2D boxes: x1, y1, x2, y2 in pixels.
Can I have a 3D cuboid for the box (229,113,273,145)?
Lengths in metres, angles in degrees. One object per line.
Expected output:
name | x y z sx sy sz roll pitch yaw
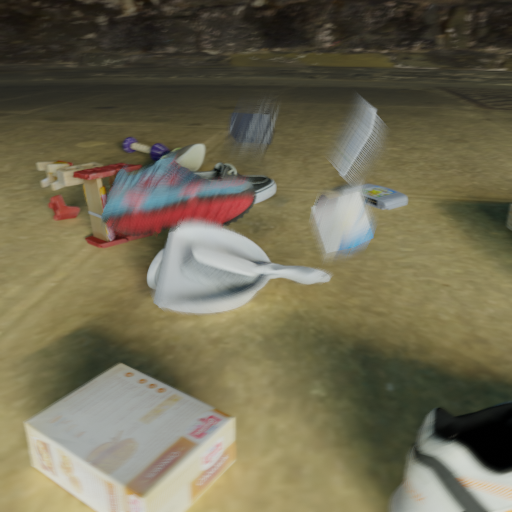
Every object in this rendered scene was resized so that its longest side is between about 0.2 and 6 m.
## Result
box | -0.070 -2.044 9.024 0.615 0.361 0.605 6 0 9

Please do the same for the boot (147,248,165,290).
boot | -0.990 0.114 9.346 0.838 0.645 1.753 14 30 25

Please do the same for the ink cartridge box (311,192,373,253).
ink cartridge box | 1.332 -0.524 8.641 0.557 0.770 0.567 -23 7 -38

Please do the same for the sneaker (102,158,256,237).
sneaker | -1.353 -1.197 9.629 2.742 1.088 1.310 -4 66 12

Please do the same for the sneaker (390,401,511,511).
sneaker | 2.695 1.840 4.716 3.014 1.206 1.111 -2 22 -8

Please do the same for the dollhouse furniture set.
dollhouse furniture set | -3.350 -1.184 11.455 1.097 1.452 2.698 -19 24 -36

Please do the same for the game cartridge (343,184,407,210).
game cartridge | 2.873 -1.434 13.388 0.911 0.276 1.366 -13 27 -35

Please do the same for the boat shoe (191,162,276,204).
boat shoe | -0.771 -1.685 13.050 2.695 0.956 0.972 -10 26 -23

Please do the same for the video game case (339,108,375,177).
video game case | 2.130 -2.403 11.781 0.137 1.134 1.244 26 38 -3

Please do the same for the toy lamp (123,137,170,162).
toy lamp | -3.341 -3.248 17.195 0.581 0.581 1.996 -21 29 -40

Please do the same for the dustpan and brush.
dustpan and brush | -0.149 0.236 8.704 2.550 0.730 1.780 15 42 -11

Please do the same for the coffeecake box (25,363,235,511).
coffeecake box | -1.207 1.820 5.469 1.610 0.588 1.236 16 28 32

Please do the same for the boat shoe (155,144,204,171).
boat shoe | -2.066 -2.612 15.393 0.662 0.791 2.213 12 30 15

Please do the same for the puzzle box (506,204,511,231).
puzzle box | 6.546 -0.042 9.492 2.792 0.533 4.196 -1 23 -2

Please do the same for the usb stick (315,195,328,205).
usb stick | 1.357 -1.097 11.489 0.219 0.129 0.791 44 23 -3
